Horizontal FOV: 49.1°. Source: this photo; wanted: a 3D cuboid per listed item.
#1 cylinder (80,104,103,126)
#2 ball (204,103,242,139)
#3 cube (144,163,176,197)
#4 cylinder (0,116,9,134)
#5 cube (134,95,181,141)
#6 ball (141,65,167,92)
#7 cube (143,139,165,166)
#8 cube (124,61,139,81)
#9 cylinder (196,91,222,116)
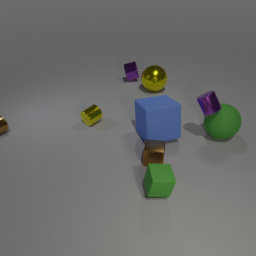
[{"bbox_3d":[-1.569,-0.558,12.051,0.700,0.700,0.700,27,51,36],"label":"cylinder"},{"bbox_3d":[3.701,-0.264,10.990,1.400,1.400,1.400,0,32,0],"label":"ball"},{"bbox_3d":[0.919,1.534,8.239,0.700,0.700,0.700,3,38,-12],"label":"cube"},{"bbox_3d":[-5.337,-0.053,11.328,0.700,0.700,0.700,22,38,31],"label":"cylinder"},{"bbox_3d":[1.148,-0.374,10.982,1.400,1.400,1.400,-10,24,-14],"label":"cube"},{"bbox_3d":[1.393,-2.634,14.881,1.400,1.400,1.400,0,32,0],"label":"ball"},{"bbox_3d":[0.922,0.888,9.813,0.700,0.700,0.700,5,32,8],"label":"cube"},{"bbox_3d":[0.195,-3.235,15.941,0.700,0.700,0.700,-13,61,5],"label":"cube"},{"bbox_3d":[2.980,-0.912,10.295,0.700,0.700,0.700,-27,10,5],"label":"cylinder"}]
